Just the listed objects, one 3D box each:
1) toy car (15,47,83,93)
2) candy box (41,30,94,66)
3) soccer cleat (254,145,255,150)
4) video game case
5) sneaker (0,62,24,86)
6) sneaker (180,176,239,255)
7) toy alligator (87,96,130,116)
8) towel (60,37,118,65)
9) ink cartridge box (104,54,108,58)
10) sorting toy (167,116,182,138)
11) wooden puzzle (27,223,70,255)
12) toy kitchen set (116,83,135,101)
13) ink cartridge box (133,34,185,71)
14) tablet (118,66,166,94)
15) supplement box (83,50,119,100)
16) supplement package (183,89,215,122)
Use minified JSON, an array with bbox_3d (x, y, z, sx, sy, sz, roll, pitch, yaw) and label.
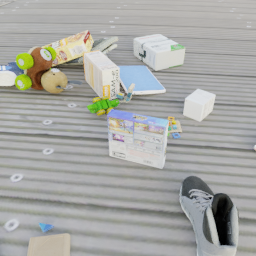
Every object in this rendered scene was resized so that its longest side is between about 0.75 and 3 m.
[{"bbox_3d":[-3.339,-2.343,12.442,2.453,1.936,2.015,24,31,13],"label":"toy car"},{"bbox_3d":[-3.365,-4.102,14.760,2.904,0.803,1.676,-15,34,13],"label":"candy box"},{"bbox_3d":[4.828,0.414,9.654,0.629,0.507,1.476,27,49,26],"label":"soccer cleat"},{"bbox_3d":[0.291,0.348,8.731,1.832,1.660,0.416,12,39,16],"label":"video game case"},{"bbox_3d":[-5.952,-2.683,13.555,2.371,0.955,1.736,7,31,13],"label":"sneaker"},{"bbox_3d":[2.014,1.859,6.700,1.069,1.645,2.848,-3,37,-4],"label":"sneaker"},{"bbox_3d":[-0.857,-0.918,11.404,2.237,0.663,0.607,-17,-7,-43],"label":"toy alligator"},{"bbox_3d":[-2.064,-4.078,15.099,2.568,0.461,2.668,8,44,41],"label":"towel"},{"bbox_3d":[-1.506,-3.580,14.980,0.807,0.583,0.586,-9,37,-13],"label":"ink cartridge box"},{"bbox_3d":[1.620,-0.096,10.588,0.769,0.186,1.366,-1,36,-1],"label":"sorting toy"},{"bbox_3d":[-1.842,2.928,6.522,1.032,0.179,1.530,3,36,-3],"label":"wooden puzzle"},{"bbox_3d":[-0.146,-1.476,11.428,0.622,0.776,0.457,22,39,7],"label":"toy kitchen set"},{"bbox_3d":[1.651,-4.244,15.482,1.837,1.041,2.506,-16,39,-21],"label":"ink cartridge box"},{"bbox_3d":[0.446,-2.377,13.553,1.891,0.198,2.907,-5,35,-17],"label":"tablet"},{"bbox_3d":[-1.220,-2.419,12.676,0.846,1.451,2.302,-16,40,-22],"label":"supplement box"},{"bbox_3d":[2.841,-0.922,11.196,0.793,0.787,1.045,26,44,31],"label":"supplement package"}]
